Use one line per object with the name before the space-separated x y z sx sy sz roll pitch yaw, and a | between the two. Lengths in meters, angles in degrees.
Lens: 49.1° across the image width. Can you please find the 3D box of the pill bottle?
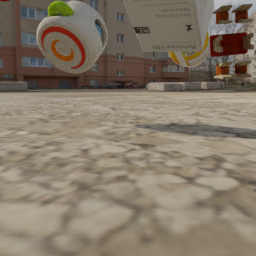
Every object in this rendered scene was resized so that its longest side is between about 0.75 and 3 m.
pill bottle | 2.154 -3.132 10.173 1.551 1.551 2.793 3 -3 19

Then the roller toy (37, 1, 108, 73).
roller toy | -1.609 -2.693 8.350 1.829 1.401 2.005 35 -39 -14

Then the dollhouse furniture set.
dollhouse furniture set | 1.907 -1.412 4.670 1.105 1.117 0.575 -5 11 -3

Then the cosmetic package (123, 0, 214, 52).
cosmetic package | 0.837 -2.494 5.404 1.323 1.324 1.605 7 -26 25

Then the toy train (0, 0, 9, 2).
toy train | -1.065 -2.856 4.113 1.395 1.020 2.410 14 52 37
